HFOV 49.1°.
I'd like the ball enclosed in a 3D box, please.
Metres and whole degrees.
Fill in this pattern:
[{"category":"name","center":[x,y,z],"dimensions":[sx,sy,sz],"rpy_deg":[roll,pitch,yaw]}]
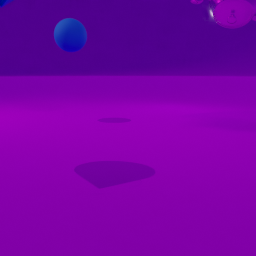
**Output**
[{"category":"ball","center":[-1.736,-2.799,8.479],"dimensions":[0.975,0.975,0.975],"rpy_deg":[0,11,0]}]

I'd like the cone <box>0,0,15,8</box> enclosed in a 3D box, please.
[{"category":"cone","center":[-1.660,-1.936,3.683],"dimensions":[1.148,1.153,1.148],"rpy_deg":[-11,-32,-7]}]

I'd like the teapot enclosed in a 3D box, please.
[{"category":"teapot","center":[2.191,-2.599,5.926],"dimensions":[1.730,0.847,1.076],"rpy_deg":[17,-23,-1]}]
